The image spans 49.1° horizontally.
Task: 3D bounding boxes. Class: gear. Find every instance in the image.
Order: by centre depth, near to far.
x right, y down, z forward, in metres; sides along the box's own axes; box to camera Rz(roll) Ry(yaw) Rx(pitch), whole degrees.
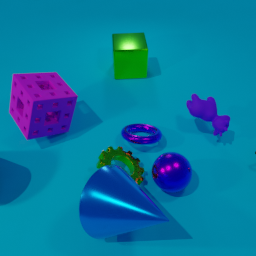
[{"bbox_3d":[-0.168,0.956,6.682,1.173,0.217,1.173,21,39,-18],"label":"gear"}]

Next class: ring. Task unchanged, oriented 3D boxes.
[{"bbox_3d":[0.363,0.148,7.529,1.110,0.222,1.110,3,22,-1],"label":"ring"}]

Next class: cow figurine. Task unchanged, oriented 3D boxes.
[{"bbox_3d":[2.119,-0.333,7.365,1.115,0.612,1.097,10,50,-20],"label":"cow figurine"}]

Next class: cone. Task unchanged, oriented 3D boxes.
[{"bbox_3d":[0.143,1.536,5.244,1.513,1.507,1.507,3,39,43],"label":"cone"}]

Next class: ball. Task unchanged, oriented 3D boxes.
[{"bbox_3d":[1.015,1.022,6.501,0.934,0.934,0.934,0,47,0],"label":"ball"}]

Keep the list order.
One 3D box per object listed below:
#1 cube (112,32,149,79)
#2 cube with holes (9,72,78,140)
[{"bbox_3d":[0.050,-2.474,9.605,1.134,1.134,1.134,-3,47,-3],"label":"cube"},{"bbox_3d":[-2.290,-0.630,7.493,1.219,1.219,1.219,-13,47,-41],"label":"cube with holes"}]
